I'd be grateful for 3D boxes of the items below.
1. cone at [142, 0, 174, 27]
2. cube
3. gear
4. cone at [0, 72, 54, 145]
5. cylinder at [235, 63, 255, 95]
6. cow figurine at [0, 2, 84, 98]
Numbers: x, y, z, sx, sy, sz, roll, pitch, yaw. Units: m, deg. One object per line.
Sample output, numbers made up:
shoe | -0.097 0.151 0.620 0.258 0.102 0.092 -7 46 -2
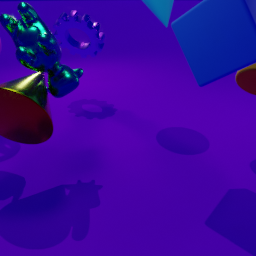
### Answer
cone | 0.900 -3.441 7.676 1.423 1.429 1.423 -13 -4 -1
cube | 1.806 -1.658 5.000 1.267 1.267 1.267 -23 3 46
gear | -1.694 -3.206 9.754 1.770 1.770 0.327 8 59 15
cone | -1.937 -0.691 5.531 1.453 1.453 1.458 5 48 9
cylinder | 3.196 -1.455 6.487 1.080 1.080 1.080 17 72 30
cow figurine | -1.597 -1.401 5.471 0.895 1.630 1.604 -31 -11 2
